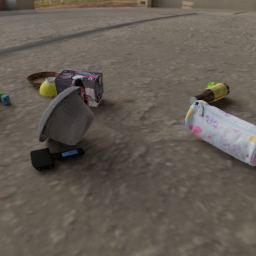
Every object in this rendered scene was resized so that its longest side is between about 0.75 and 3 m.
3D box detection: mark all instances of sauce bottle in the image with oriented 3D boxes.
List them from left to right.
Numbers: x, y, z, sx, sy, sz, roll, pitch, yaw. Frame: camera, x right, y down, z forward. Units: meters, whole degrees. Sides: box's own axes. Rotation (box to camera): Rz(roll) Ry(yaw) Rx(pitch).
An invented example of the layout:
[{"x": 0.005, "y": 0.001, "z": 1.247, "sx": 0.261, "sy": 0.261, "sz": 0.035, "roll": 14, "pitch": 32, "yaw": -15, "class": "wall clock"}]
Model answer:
[{"x": 3.841, "y": -1.554, "z": 13.193, "sx": 2.316, "sy": 0.749, "sz": 0.749, "roll": -21, "pitch": 36, "yaw": -34, "class": "sauce bottle"}]

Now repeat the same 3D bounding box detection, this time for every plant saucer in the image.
[{"x": -4.662, "y": -2.699, "z": 15.608, "sx": 1.880, "sy": 0.344, "sz": 1.880, "roll": 0, "pitch": 31, "yaw": 0, "class": "plant saucer"}]

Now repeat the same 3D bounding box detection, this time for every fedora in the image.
[{"x": -1.989, "y": -0.204, "z": 9.764, "sx": 1.190, "sy": 2.636, "sz": 2.331, "roll": 36, "pitch": 65, "yaw": 4, "class": "fedora"}]

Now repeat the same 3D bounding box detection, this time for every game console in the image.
[{"x": -2.347, "y": 0.923, "z": 9.408, "sx": 1.742, "sy": 0.210, "sz": 1.028, "roll": -11, "pitch": 32, "yaw": -20, "class": "game console"}]

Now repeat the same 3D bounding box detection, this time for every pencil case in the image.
[{"x": 3.351, "y": 0.081, "z": 9.525, "sx": 1.224, "sy": 1.336, "sz": 2.945, "roll": -27, "pitch": 42, "yaw": -28, "class": "pencil case"}]

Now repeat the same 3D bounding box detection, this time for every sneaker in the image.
[{"x": -1.780, "y": -1.282, "z": 10.972, "sx": 0.544, "sy": 1.378, "sz": 0.657, "roll": -19, "pitch": 13, "yaw": -35, "class": "sneaker"}]

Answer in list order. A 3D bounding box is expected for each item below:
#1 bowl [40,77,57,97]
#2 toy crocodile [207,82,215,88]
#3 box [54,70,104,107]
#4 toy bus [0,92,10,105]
[{"x": -3.892, "y": -2.179, "z": 14.339, "sx": 1.306, "sy": 0.703, "sz": 1.306, "roll": -1, "pitch": 29, "yaw": 0, "class": "bowl"}, {"x": 4.473, "y": -2.288, "z": 15.018, "sx": 0.284, "sy": 0.260, "sz": 0.842, "roll": 15, "pitch": 28, "yaw": 26, "class": "toy crocodile"}, {"x": -2.251, "y": -1.857, "z": 13.147, "sx": 1.988, "sy": 1.314, "sz": 1.141, "roll": 7, "pitch": 35, "yaw": 12, "class": "box"}, {"x": -6.876, "y": -1.458, "z": 12.493, "sx": 2.472, "sy": 1.277, "sz": 2.332, "roll": 2, "pitch": 30, "yaw": 3, "class": "toy bus"}]
